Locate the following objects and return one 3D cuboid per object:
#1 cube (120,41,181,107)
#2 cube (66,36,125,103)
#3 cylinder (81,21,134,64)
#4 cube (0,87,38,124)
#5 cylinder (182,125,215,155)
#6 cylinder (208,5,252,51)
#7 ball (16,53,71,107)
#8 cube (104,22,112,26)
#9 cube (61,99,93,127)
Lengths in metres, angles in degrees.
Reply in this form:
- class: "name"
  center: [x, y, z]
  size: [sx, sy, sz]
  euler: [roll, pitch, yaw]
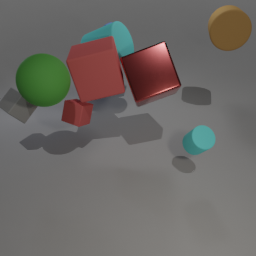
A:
- class: "cube"
  center: [0.683, -1.588, 8.648]
  size: [1.400, 1.400, 1.400]
  euler: [-20, -3, 3]
- class: "cube"
  center: [-0.952, -1.833, 8.673]
  size: [1.400, 1.400, 1.400]
  euler: [-13, 33, 4]
- class: "cylinder"
  center: [-0.721, -2.878, 9.994]
  size: [1.400, 1.400, 1.400]
  euler: [-11, 25, 31]
- class: "cube"
  center: [-3.345, -0.685, 8.514]
  size: [0.700, 0.700, 0.700]
  euler: [28, 80, 35]
- class: "cylinder"
  center: [1.998, 0.356, 7.945]
  size: [0.700, 0.700, 0.700]
  euler: [4, 71, -12]
- class: "cylinder"
  center: [3.686, -3.690, 10.292]
  size: [1.400, 1.400, 1.400]
  euler: [6, 30, 10]
- class: "ball"
  center: [-2.242, -1.262, 7.456]
  size: [1.400, 1.400, 1.400]
  euler: [0, 33, 0]
- class: "cube"
  center: [-0.874, -3.439, 11.905]
  size: [1.400, 1.400, 1.400]
  euler: [-36, 16, 19]
- class: "cube"
  center: [-1.655, -0.511, 9.181]
  size: [0.700, 0.700, 0.700]
  euler: [18, 16, 18]
